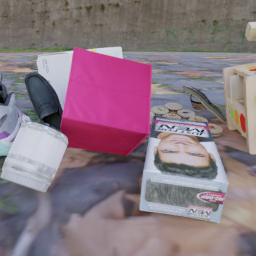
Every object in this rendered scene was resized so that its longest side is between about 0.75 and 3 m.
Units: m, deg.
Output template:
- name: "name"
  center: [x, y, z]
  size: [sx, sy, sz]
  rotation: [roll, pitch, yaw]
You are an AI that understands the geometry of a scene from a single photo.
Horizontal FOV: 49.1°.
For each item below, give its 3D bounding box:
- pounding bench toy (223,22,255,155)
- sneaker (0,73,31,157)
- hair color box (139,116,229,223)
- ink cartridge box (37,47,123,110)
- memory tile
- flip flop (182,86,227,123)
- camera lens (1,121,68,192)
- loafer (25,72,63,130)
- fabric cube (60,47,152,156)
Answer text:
- name: "pounding bench toy"
  center: [3.037, -0.974, 5.878]
  size: [1.566, 2.520, 1.966]
  rotation: [-9, 17, 7]
- name: "sneaker"
  center: [-2.666, -0.451, 6.135]
  size: [0.851, 1.531, 2.188]
  rotation: [-9, 19, -12]
- name: "hair color box"
  center: [0.818, 0.480, 4.427]
  size: [1.044, 0.639, 2.108]
  rotation: [7, 23, 6]
- name: "ink cartridge box"
  center: [-1.111, -1.228, 7.892]
  size: [1.080, 1.880, 2.590]
  rotation: [2, 18, 28]
- name: "memory tile"
  center: [1.230, -0.160, 6.994]
  size: [1.494, 0.164, 1.949]
  rotation: [-13, 30, -28]
- name: "flip flop"
  center: [2.074, -0.635, 7.827]
  size: [1.554, 0.447, 0.630]
  rotation: [45, 26, 11]
- name: "camera lens"
  center: [-1.344, 0.402, 4.092]
  size: [0.724, 0.905, 0.724]
  rotation: [17, -18, 6]
- name: "loafer"
  center: [-1.665, -0.402, 5.931]
  size: [0.558, 1.642, 0.577]
  rotation: [-25, 18, -7]
- name: "fabric cube"
  center: [-0.453, -0.400, 5.093]
  size: [1.394, 1.398, 1.372]
  rotation: [9, -24, -13]
